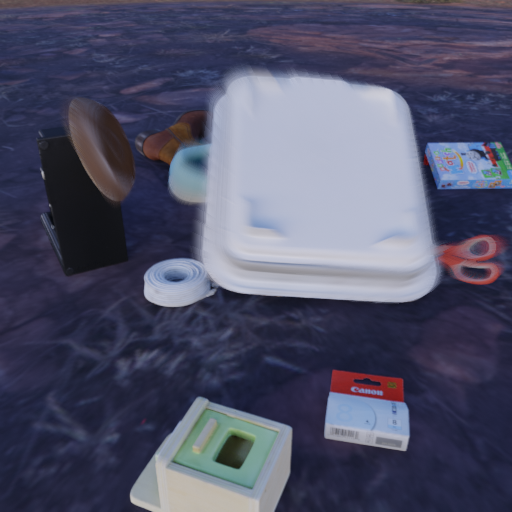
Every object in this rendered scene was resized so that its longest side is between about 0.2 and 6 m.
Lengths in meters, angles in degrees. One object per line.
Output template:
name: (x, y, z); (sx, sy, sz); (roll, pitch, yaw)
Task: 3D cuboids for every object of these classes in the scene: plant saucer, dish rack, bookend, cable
plant saucer: (-2.160, -1.578, 8.143); (0.269, 1.564, 1.564); (-17, 29, 11)
dish rack: (1.073, -1.419, 9.265); (3.720, 0.944, 4.335); (3, 58, -4)
bookend: (-3.274, -1.327, 9.920); (1.119, 2.430, 2.415); (-15, 34, -24)
cable: (-1.267, 0.420, 8.969); (1.054, 0.365, 1.054); (24, 38, 35)

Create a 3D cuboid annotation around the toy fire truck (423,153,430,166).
toy fire truck: (4.592, -2.420, 13.847); (0.826, 0.286, 1.172); (13, 36, 24)

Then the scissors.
scissors: (3.036, -0.010, 9.395); (0.149, 0.784, 2.143); (1, 4, -41)

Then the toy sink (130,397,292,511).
toy sink: (-0.476, 2.094, 5.678); (1.458, 0.817, 0.950); (12, 33, 19)

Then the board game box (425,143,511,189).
board game box: (4.927, -2.088, 12.913); (1.746, 0.320, 1.321); (-2, 50, -1)

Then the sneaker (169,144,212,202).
sneaker: (-0.188, -1.742, 11.000); (3.045, 1.248, 1.126); (-12, 73, -10)

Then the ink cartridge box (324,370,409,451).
ink cartridge box: (1.346, 1.760, 6.786); (0.935, 0.276, 1.168); (6, 32, 10)

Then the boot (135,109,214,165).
boot: (-1.371, -2.802, 13.938); (2.488, 0.905, 2.643); (-22, 38, -34)
